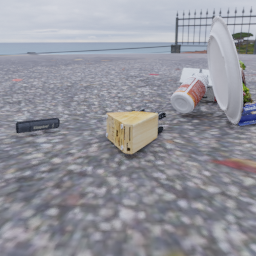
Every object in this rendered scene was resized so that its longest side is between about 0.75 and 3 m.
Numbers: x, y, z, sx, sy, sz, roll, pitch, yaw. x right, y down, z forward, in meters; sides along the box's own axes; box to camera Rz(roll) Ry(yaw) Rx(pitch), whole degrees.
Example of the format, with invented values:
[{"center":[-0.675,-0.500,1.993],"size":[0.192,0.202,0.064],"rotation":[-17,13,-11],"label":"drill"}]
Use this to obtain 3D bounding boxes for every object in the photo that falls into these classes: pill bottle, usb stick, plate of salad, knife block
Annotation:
[{"center":[1.892,-1.077,8.365],"size":[0.734,0.734,1.309],"rotation":[14,47,37],"label":"pill bottle"},{"center":[-2.174,-0.066,6.786],"size":[1.064,0.295,0.173],"rotation":[-9,29,-36],"label":"usb stick"},{"center":[2.664,-1.503,7.371],"size":[0.679,2.826,2.826],"rotation":[-11,17,7],"label":"plate of salad"},{"center":[0.391,-0.026,6.281],"size":[1.626,0.593,1.852],"rotation":[-5,14,-19],"label":"knife block"}]

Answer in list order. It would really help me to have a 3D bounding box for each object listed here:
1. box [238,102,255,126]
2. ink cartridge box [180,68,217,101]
[{"center":[3.437,-0.424,7.978],"size":[0.849,0.227,1.401],"rotation":[-11,17,11],"label":"box"},{"center":[2.750,-1.557,10.158],"size":[1.564,0.655,1.129],"rotation":[12,-19,24],"label":"ink cartridge box"}]
